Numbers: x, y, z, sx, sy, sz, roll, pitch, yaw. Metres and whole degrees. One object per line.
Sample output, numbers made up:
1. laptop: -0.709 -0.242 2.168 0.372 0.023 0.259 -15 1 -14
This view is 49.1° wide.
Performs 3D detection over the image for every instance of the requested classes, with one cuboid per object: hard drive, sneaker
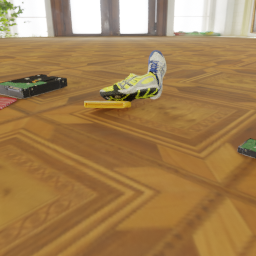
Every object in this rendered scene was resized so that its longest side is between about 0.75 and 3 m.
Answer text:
1. hard drive: -3.714 -1.665 10.978 1.571 0.425 2.249 13 24 29
2. sneaker: 0.938 -1.848 9.423 0.638 1.694 0.747 0 -4 13
3. sneaker: 0.030 -1.305 9.091 1.986 0.759 0.749 -6 -20 19
4. hard drive: 2.864 0.494 5.875 0.907 0.172 0.633 20 29 40

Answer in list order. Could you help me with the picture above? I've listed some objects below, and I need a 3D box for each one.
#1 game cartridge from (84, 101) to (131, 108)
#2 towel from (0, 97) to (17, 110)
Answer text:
1. game cartridge: -0.562 -0.706 8.421 1.173 0.216 1.330 1 3 8
2. towel: -4.279 -0.814 9.256 0.773 0.120 1.069 5 24 7
